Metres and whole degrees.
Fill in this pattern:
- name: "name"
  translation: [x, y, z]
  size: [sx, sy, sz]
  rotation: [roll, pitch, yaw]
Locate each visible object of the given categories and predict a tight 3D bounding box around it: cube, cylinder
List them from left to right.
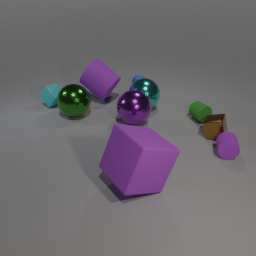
- name: "cube"
  translation: [-3.417, -1.483, 12.753]
  size: [0.700, 0.700, 0.700]
  rotation: [49, 37, 4]
- name: "cylinder"
  translation: [-1.296, -2.248, 13.052]
  size: [1.400, 1.400, 1.400]
  rotation: [39, 35, -2]
- name: "cube"
  translation: [0.288, 0.850, 7.752]
  size: [1.400, 1.400, 1.400]
  rotation: [7, 22, -41]
- name: "cylinder"
  translation: [2.992, -0.676, 11.600]
  size: [0.700, 0.700, 0.700]
  rotation: [-12, 27, -19]
- name: "cube"
  translation: [3.248, -0.056, 10.387]
  size: [0.700, 0.700, 0.700]
  rotation: [-5, 24, 30]
- name: "cylinder"
  translation: [3.347, 0.589, 9.406]
  size: [0.700, 0.700, 0.700]
  rotation: [6, 30, 10]

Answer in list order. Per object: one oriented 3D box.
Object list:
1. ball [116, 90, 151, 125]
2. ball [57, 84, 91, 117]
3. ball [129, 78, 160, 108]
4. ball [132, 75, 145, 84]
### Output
- name: "ball"
  translation: [0.239, -0.826, 11.218]
  size: [1.400, 1.400, 1.400]
  rotation: [0, 30, 0]
- name: "ball"
  translation: [-2.267, -1.151, 11.764]
  size: [1.400, 1.400, 1.400]
  rotation: [0, 30, 0]
- name: "ball"
  translation: [0.718, -1.491, 12.368]
  size: [1.400, 1.400, 1.400]
  rotation: [0, 30, 0]
- name: "ball"
  translation: [0.552, -2.283, 13.817]
  size: [0.700, 0.700, 0.700]
  rotation: [0, 30, 0]
